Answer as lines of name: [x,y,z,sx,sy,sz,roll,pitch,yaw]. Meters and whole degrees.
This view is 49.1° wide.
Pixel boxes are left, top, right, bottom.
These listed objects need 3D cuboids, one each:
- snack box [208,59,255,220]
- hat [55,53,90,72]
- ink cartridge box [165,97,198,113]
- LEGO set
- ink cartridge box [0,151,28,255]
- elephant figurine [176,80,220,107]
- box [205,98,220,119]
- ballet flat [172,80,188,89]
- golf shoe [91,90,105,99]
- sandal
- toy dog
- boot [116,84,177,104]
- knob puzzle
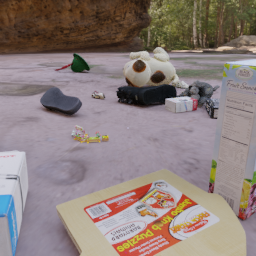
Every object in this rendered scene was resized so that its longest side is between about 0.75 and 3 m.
snack box: [2.347,0.051,4.749,1.994,2.365,0.800,-15,24,-36]
hat: [-4.217,-4.484,21.532,1.845,1.736,2.096,-47,25,-13]
ink cartridge box: [2.034,-0.900,10.737,1.008,0.417,0.735,-8,20,-24]
LEGO set: [-1.072,0.142,7.595,1.104,0.411,0.508,7,20,21]
ink cartridge box: [-2.275,1.092,4.100,1.372,0.792,1.880,-4,19,-12]
elephant figurine: [2.777,-1.469,11.733,1.204,1.098,1.552,26,-2,-11]
box: [3.853,-0.712,10.172,1.874,0.408,1.501,2,18,6]
ballet flat: [2.860,-2.411,15.382,0.421,0.421,1.175,-16,25,-40]
golf shoe: [-1.340,-1.443,12.710,0.366,0.321,0.831,-39,37,-25]
sandal: [-2.559,-0.915,10.554,0.915,0.515,2.407,-48,44,-15]
toy dog: [0.990,-2.885,14.964,2.879,2.009,2.791,-15,56,-41]
boot: [0.735,-1.451,11.949,2.198,0.813,1.801,-12,16,-37]
knob puzzle: [0.452,1.434,3.753,2.604,0.361,2.604,0,20,0]
